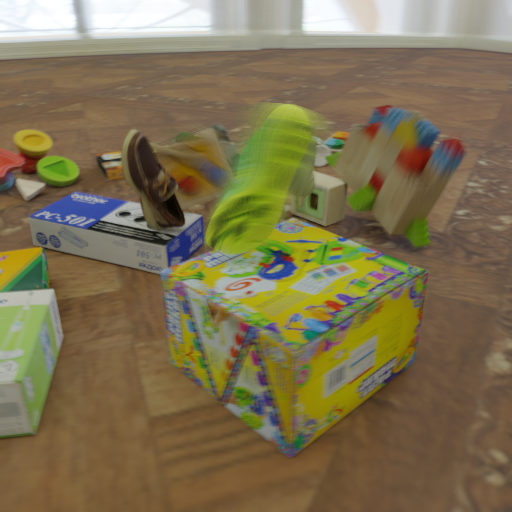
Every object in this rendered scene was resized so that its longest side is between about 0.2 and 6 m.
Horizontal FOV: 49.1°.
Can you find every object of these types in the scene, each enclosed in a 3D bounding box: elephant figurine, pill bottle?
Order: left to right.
[{"bbox_3d":[-0.795,-2.222,13.366,1.504,1.372,1.939,-34,51,-3],"label":"elephant figurine"},{"bbox_3d":[1.563,-2.863,15.099,0.627,0.627,1.180,-5,27,-9],"label":"pill bottle"}]

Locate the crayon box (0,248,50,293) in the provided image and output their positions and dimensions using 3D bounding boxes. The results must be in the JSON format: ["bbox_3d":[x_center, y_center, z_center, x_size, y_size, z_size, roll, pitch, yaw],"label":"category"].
[{"bbox_3d":[-4.342,0.608,8.367,2.347,0.684,1.394,-9,29,-17],"label":"crayon box"}]

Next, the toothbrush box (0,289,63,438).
[{"bbox_3d":[-3.328,1.283,6.908,1.434,0.848,1.969,-5,29,-7],"label":"toothbrush box"}]

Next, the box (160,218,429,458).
[{"bbox_3d":[0.464,0.795,7.163,2.412,1.471,2.323,-23,35,-36],"label":"box"}]

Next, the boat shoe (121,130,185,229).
[{"bbox_3d":[-1.576,-1.168,9.040,0.709,1.969,0.710,9,49,17],"label":"boat shoe"}]

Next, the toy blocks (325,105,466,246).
[{"bbox_3d":[2.605,-1.833,10.489,1.416,1.937,2.834,-4,44,-30],"label":"toy blocks"}]

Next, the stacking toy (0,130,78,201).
[{"bbox_3d":[-5.565,-1.925,13.558,2.016,0.941,2.227,37,41,10],"label":"stacking toy"}]

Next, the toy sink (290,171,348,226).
[{"bbox_3d":[1.182,-1.250,11.747,0.716,0.833,1.278,-21,35,-40],"label":"toy sink"}]

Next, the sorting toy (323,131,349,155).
[{"bbox_3d":[2.744,-3.216,16.091,1.675,0.330,1.809,14,30,25],"label":"sorting toy"}]

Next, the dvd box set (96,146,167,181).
[{"bbox_3d":[-3.058,-2.459,14.673,1.990,0.293,1.456,-12,31,-21],"label":"dvd box set"}]

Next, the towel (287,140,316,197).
[{"bbox_3d":[0.524,-1.645,10.194,0.258,1.049,1.414,-6,13,-42],"label":"towel"}]

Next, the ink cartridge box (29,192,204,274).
[{"bbox_3d":[-2.579,-0.470,10.446,2.919,0.645,1.372,12,30,20],"label":"ink cartridge box"}]

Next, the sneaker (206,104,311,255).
[{"bbox_3d":[0.054,-0.874,6.745,0.732,1.975,0.825,28,16,-12],"label":"sneaker"}]

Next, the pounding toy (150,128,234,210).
[{"bbox_3d":[-1.272,-1.713,10.372,1.373,1.492,1.060,-24,15,-2],"label":"pounding toy"}]
